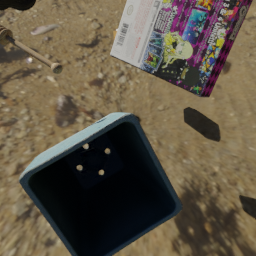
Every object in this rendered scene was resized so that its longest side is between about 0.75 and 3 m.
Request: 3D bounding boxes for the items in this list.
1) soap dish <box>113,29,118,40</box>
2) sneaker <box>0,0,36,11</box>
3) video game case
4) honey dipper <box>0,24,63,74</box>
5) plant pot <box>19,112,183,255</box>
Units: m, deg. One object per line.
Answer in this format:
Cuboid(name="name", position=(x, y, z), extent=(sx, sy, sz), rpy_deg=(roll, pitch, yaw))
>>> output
Cuboid(name="soap dish", position=(0.046, -2.531, 8.043), extent=(0.842, 0.342, 0.662), rpy_deg=(19, 4, -33))
Cuboid(name="sneaker", position=(-3.161, -3.601, 7.697), extent=(1.363, 0.619, 0.518), rpy_deg=(-24, 68, -36))
Cuboid(name="video game case", position=(0.979, -2.253, 5.302), extent=(2.414, 2.663, 0.477), rpy_deg=(32, 22, 33))
Cuboid(name="honey dipper", position=(-1.241, -0.962, 3.397), extent=(1.139, 0.216, 0.216), rpy_deg=(31, 55, 13))
Cuboid(name="plant pot", position=(-0.357, 0.587, 3.565), extent=(1.322, 1.319, 1.347), rpy_deg=(-30, 15, -6))
